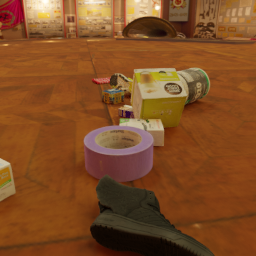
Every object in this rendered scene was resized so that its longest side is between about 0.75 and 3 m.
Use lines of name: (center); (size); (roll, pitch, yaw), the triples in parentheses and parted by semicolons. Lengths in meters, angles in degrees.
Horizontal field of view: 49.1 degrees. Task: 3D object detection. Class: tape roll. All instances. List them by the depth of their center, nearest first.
tape roll: (-0.258, 0.654, 7.844); (1.920, 0.816, 1.920); (0, 22, 0)

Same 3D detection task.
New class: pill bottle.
pill bottle: (2.371, -1.794, 12.730); (2.760, 1.561, 1.561); (-21, 31, -40)

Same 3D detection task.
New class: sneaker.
sneaker: (0.373, 1.706, 5.294); (2.702, 0.812, 1.409); (8, 28, 26)
sneaker: (0.129, -2.112, 14.466); (2.433, 0.906, 1.029); (24, 9, 27)

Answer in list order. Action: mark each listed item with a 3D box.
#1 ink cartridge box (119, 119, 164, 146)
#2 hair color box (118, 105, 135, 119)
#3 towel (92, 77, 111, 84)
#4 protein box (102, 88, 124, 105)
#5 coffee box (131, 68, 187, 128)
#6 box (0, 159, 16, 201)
ink cartridge box: (0.441, 0.131, 9.354); (1.448, 0.611, 1.058); (0, 23, 0)
hair color box: (0.208, -0.643, 11.578); (1.079, 0.350, 0.590); (11, 25, 28)
towel: (-1.407, -2.946, 17.350); (1.475, 0.166, 1.067); (-11, 26, -24)
protein box: (-0.713, -1.521, 13.442); (0.772, 0.521, 0.766); (-18, 29, -37)
coffee box: (1.050, -1.074, 10.318); (1.600, 1.602, 1.584); (-5, 50, -10)
box: (-3.574, 1.136, 6.643); (1.637, 0.829, 0.921); (15, 27, 32)
